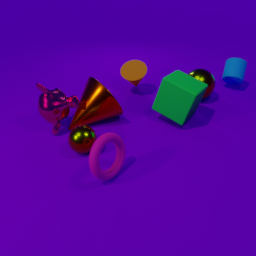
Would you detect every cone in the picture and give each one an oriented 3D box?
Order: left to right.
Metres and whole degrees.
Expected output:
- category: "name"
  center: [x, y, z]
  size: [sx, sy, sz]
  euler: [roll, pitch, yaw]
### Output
- category: "cone"
  center: [-1.207, -0.464, 8.370]
  size: [1.523, 1.517, 1.517]
  euler: [-44, 49, -11]
- category: "cone"
  center: [0.258, -1.775, 10.074]
  size: [0.939, 0.942, 0.939]
  euler: [-4, 60, 6]

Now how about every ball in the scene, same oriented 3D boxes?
- category: "ball"
  center: [-1.185, 0.295, 7.323]
  size: [0.752, 0.752, 0.752]
  euler: [0, 36, 0]
- category: "ball"
  center: [2.417, -1.488, 9.506]
  size: [1.052, 1.052, 1.052]
  euler: [0, 36, 0]

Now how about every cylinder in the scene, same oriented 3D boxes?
- category: "cylinder"
  center: [3.862, -2.050, 10.153]
  size: [0.737, 0.737, 0.737]
  euler: [13, 80, 17]

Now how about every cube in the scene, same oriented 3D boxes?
- category: "cube"
  center: [1.551, -0.932, 8.379]
  size: [1.078, 1.078, 1.078]
  euler: [31, 36, 18]

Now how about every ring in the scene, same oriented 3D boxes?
- category: "ring"
  center: [-0.459, 0.661, 6.490]
  size: [0.224, 1.121, 1.121]
  euler: [10, 35, 38]

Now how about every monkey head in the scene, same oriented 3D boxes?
- category: "monkey head"
  center: [-1.984, -0.622, 7.895]
  size: [1.094, 1.521, 0.916]
  euler: [0, 22, 40]
